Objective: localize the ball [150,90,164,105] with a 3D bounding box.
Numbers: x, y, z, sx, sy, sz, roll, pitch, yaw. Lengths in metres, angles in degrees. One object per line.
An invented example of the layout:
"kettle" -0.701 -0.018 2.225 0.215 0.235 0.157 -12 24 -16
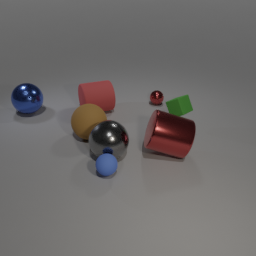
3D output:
"ball" 1.423 -1.512 13.856 0.700 0.700 0.700 0 29 0

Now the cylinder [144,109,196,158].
"cylinder" 1.422 0.208 9.747 1.400 1.400 1.400 16 29 -7

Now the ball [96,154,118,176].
"ball" -0.680 1.163 8.899 0.700 0.700 0.700 0 29 0

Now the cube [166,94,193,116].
"cube" 2.094 -0.886 11.420 0.700 0.700 0.700 -24 7 -39

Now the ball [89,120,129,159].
"ball" -0.662 0.423 9.708 1.400 1.400 1.400 0 29 0

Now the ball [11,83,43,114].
"ball" -4.582 -1.345 12.761 1.400 1.400 1.400 0 29 0

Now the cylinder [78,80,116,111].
"cylinder" -1.458 -1.426 12.943 1.400 1.400 1.400 -11 31 -20

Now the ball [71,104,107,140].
"ball" -1.512 -0.245 10.911 1.400 1.400 1.400 0 29 0
